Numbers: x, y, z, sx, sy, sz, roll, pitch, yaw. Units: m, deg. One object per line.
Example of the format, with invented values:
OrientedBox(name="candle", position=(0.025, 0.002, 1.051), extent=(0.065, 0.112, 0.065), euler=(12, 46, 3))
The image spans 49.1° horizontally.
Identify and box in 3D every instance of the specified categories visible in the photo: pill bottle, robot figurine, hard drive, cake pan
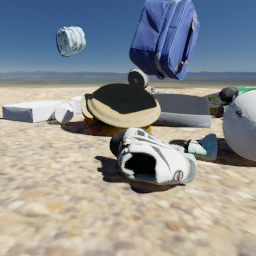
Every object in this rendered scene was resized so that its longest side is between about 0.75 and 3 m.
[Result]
OrientedBox(name="pill bottle", position=(-2.652, -0.637, 11.656), extent=(0.814, 0.814, 1.362), euler=(-2, 12, -8))
OrientedBox(name="robot figurine", position=(3.438, -0.200, 7.025), extent=(2.096, 1.741, 2.789), euler=(2, 11, 33))
OrientedBox(name="hard drive", position=(1.994, -0.752, 11.123), extent=(2.522, 0.534, 1.701), euler=(5, 40, 7))
OrientedBox(name="cake pan", position=(0.391, -2.033, 11.815), extent=(1.015, 1.015, 0.186), euler=(8, 35, 36))

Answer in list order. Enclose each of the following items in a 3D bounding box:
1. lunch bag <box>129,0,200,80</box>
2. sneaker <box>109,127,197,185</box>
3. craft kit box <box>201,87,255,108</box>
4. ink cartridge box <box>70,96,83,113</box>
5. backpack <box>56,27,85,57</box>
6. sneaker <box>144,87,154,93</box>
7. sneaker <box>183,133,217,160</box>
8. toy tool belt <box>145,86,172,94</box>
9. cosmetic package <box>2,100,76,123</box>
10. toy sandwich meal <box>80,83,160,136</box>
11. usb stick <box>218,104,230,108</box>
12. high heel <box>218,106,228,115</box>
OrientedBox(name="lunch bag", position=(1.265, -2.685, 8.811), extent=(1.632, 2.467, 1.676), euler=(14, -5, 31))
OrientedBox(name="sneaker", position=(0.133, 0.523, 5.641), extent=(1.053, 0.881, 2.379), euler=(-5, 12, -36))
OrientedBox(name="craft kit box", position=(5.366, -1.546, 14.738), extent=(2.912, 0.706, 2.876), euler=(-6, -6, -34))
OrientedBox(name="ink cartridge box", position=(-2.337, -1.270, 14.960), extent=(1.269, 0.764, 1.746), euler=(-1, 10, -4))
OrientedBox(name="backpack", position=(-2.646, -4.009, 12.888), extent=(1.635, 1.334, 1.257), euler=(3, 16, 34))
OrientedBox(name="sneaker", position=(0.647, -2.217, 19.003), extent=(2.900, 1.117, 1.231), euler=(-3, 7, -16))
OrientedBox(name="sneaker", position=(1.837, 0.389, 7.194), extent=(0.800, 0.499, 1.356), euler=(9, 15, 12))
OrientedBox(name="toy tool belt", position=(1.845, -1.460, 14.351), extent=(2.217, 1.362, 1.384), euler=(-6, 13, -26))
OrientedBox(name="cosmetic package", position=(-4.045, -0.833, 12.954), extent=(1.990, 0.682, 2.639), euler=(9, 14, 29))
OrientedBox(name="toy sandwich meal", position=(-0.259, -0.605, 9.942), extent=(2.845, 0.974, 2.845), euler=(6, 38, -5))
OrientedBox(name="usb stick", position=(6.042, -1.097, 14.497), extent=(2.885, 0.470, 0.800), euler=(-6, 3, -20))
OrientedBox(name="high heel", position=(5.708, -0.858, 12.197), extent=(2.087, 1.045, 2.928), euler=(-8, 9, -29))
